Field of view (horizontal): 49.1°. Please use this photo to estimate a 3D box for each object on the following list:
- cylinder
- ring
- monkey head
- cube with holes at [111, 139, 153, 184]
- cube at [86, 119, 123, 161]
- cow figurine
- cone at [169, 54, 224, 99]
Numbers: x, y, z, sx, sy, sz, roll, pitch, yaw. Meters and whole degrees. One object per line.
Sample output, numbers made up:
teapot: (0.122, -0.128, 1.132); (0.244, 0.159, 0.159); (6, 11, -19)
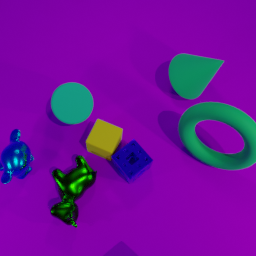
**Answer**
cylinder: (-1.498, -0.676, 7.417); (1.036, 1.036, 1.036); (-2, 99, -14)
ring: (2.206, 0.241, 6.852); (2.066, 2.066, 0.413); (31, 55, 11)
monkey head: (-3.001, 0.812, 7.208); (1.057, 0.885, 1.469); (-5, 62, 9)
cube with holes: (0.104, 0.885, 7.279); (0.747, 0.747, 0.747); (-38, 74, -13)
cube: (-0.624, 0.327, 7.456); (0.730, 0.730, 0.730); (22, 67, 5)
cow figurine: (-1.325, 1.609, 7.018); (1.493, 0.820, 1.469); (-32, 70, -16)
cone: (2.056, -1.585, 7.567); (1.355, 1.360, 1.355); (5, 80, -29)
